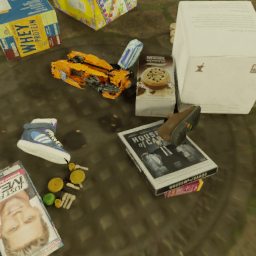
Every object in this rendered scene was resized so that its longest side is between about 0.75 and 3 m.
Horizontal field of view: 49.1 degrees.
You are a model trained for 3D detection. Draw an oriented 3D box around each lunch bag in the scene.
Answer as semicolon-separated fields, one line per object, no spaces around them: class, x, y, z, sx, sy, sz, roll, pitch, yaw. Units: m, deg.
lunch bag;0.084;-2.432;9.293;0.389;0.943;0.758;37;33;6

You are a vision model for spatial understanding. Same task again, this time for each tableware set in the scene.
tableware set;-1.688;1.541;7.578;0.881;0.201;1.308;14;56;14

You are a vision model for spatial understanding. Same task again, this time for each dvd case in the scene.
dvd case;0.979;0.649;7.682;1.794;0.295;2.387;-16;40;-18

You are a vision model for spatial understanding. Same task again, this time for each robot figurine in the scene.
robot figurine;-1.115;-1.809;9.502;2.642;0.769;1.916;23;41;13

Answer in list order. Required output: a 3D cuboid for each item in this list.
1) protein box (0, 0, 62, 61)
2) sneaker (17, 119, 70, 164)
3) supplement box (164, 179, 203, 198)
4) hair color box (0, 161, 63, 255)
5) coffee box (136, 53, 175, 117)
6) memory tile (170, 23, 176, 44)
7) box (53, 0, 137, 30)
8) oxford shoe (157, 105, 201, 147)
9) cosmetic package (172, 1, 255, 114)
protein box;-4.130;-4.176;10.945;2.230;1.515;2.246;-24;57;-17
sneaker;-2.256;0.241;8.197;1.713;0.690;1.254;14;59;17
supplement box;1.386;1.385;7.474;0.984;0.508;0.644;-11;54;-8
hair color box;-2.673;2.076;6.831;1.193;0.722;2.386;-29;59;-20
coffee box;0.899;-1.461;9.358;1.212;0.856;2.144;2;54;2
memory tile;2.646;-3.883;11.590;1.794;0.151;1.375;4;53;3
box;-1.477;-6.085;12.265;2.768;1.689;2.666;35;60;22
oxford shoe;1.509;-0.239;8.047;0.851;0.732;2.015;21;33;29
cosmetic package;2.776;-2.257;9.001;2.355;2.358;2.858;1;53;1
